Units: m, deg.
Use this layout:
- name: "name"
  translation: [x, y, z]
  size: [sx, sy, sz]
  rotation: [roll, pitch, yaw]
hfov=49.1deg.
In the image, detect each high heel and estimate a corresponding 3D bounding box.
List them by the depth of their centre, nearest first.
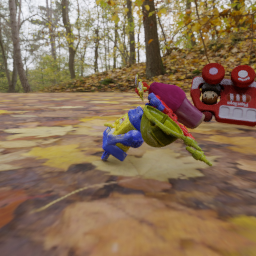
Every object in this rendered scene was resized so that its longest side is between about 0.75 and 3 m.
- name: "high heel"
  translation: [0.841, -0.656, 7.419]
  size: [1.426, 1.000, 2.966]
  rotation: [37, -9, -11]

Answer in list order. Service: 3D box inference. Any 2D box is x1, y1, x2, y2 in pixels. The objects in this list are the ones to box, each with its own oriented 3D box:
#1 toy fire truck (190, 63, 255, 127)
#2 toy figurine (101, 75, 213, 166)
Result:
- name: "toy fire truck"
  translation: [3.016, -0.967, 8.828]
  size: [2.120, 1.780, 1.189]
  rotation: [8, -25, 16]
- name: "toy figurine"
  translation: [0.164, 0.223, 4.823]
  size: [1.315, 1.494, 2.494]
  rotation: [43, 13, -20]
